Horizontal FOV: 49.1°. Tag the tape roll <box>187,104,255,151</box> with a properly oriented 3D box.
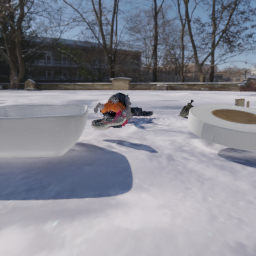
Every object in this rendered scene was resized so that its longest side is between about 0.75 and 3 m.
[{"bbox_3d":[2.998,-0.109,7.785,2.689,0.491,2.689,4,19,-1],"label":"tape roll"}]

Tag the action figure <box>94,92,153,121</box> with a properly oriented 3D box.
[{"bbox_3d":[-0.170,-1.121,13.507,2.732,1.429,2.643,2,18,7],"label":"action figure"}]

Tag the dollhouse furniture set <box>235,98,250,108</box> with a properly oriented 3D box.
[{"bbox_3d":[5.056,-1.105,14.563,1.625,0.931,1.906,-8,13,-40],"label":"dollhouse furniture set"}]

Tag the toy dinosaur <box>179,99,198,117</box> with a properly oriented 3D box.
[{"bbox_3d":[2.895,-0.847,13.725,0.894,0.673,1.749,-46,21,-30],"label":"toy dinosaur"}]

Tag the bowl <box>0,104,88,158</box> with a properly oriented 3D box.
[{"bbox_3d":[-2.555,0.017,7.510,2.943,1.098,2.939,0,10,-5],"label":"bowl"}]

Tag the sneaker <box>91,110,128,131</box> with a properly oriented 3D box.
[{"bbox_3d":[-0.631,-0.273,8.973,1.320,0.493,0.532,-10,31,30],"label":"sneaker"}]
